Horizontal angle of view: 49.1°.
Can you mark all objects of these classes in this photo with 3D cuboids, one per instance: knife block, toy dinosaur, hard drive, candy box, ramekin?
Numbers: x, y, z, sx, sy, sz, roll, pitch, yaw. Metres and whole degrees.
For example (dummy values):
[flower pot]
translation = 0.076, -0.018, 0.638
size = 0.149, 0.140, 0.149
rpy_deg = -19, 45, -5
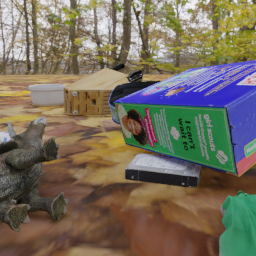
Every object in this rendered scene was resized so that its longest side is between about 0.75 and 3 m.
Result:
[knife block]
translation = -0.818, -1.508, 9.936
size = 2.915, 0.933, 2.559
rpy_deg = -3, 34, -13
[toy dinosaur]
translation = -1.532, 0.648, 2.893
size = 1.356, 1.020, 2.651
rpy_deg = -8, 14, 31
[hard drive]
translation = 0.550, 0.608, 4.183
size = 1.038, 0.196, 0.725
rpy_deg = 5, 14, 18
[candy box]
translation = 1.274, -0.352, 4.432
size = 2.044, 0.931, 2.417
rpy_deg = -26, 18, -27
[ramekin]
translation = -3.231, -1.345, 11.412
size = 1.481, 0.777, 1.481
rpy_deg = 0, 13, 0

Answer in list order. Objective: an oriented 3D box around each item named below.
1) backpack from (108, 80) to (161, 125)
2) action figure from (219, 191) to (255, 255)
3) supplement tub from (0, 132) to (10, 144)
[backpack]
translation = 0.246, -0.509, 6.853
size = 1.337, 0.982, 1.223
rpy_deg = 3, 40, 15
[action figure]
translation = 1.160, 0.889, 2.317
size = 1.043, 0.483, 1.767
rpy_deg = 1, 6, 10
[supplement tub]
translation = -2.248, 0.349, 4.496
size = 0.846, 0.558, 0.558
rpy_deg = -3, 13, -12
